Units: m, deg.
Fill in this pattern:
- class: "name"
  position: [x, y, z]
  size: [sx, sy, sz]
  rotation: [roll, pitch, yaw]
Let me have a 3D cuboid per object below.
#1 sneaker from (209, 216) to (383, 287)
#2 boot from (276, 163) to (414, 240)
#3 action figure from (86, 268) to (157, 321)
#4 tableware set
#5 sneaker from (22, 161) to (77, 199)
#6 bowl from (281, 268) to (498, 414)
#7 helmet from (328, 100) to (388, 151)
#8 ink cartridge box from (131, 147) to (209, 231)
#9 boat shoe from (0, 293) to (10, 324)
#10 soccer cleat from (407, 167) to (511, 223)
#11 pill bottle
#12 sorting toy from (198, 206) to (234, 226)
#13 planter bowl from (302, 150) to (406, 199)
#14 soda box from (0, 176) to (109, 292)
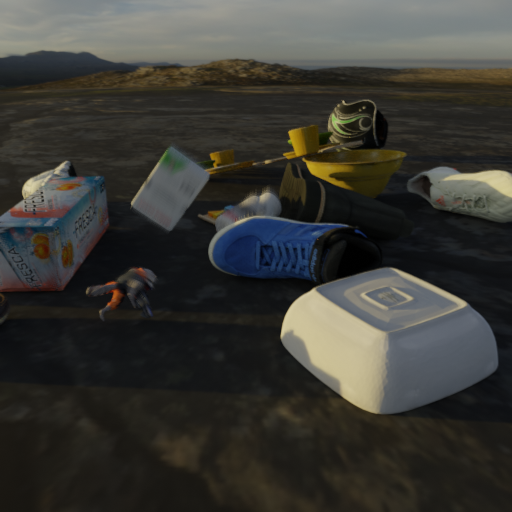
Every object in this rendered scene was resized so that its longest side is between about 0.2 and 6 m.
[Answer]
- class: "sneaker"
  position: [0.673, -0.030, 8.835]
  size: [2.685, 1.030, 1.493]
  rotation: [1, 12, -15]
- class: "boot"
  position: [1.655, -0.995, 11.673]
  size: [2.231, 1.250, 3.226]
  rotation: [12, 18, -10]
- class: "action figure"
  position: [-1.790, 0.501, 7.731]
  size: [0.937, 0.507, 0.969]
  rotation: [-31, 42, -15]
- class: "tableware set"
  position: [0.079, -2.720, 14.571]
  size: [3.192, 0.727, 4.738]
  rotation: [-18, 12, -37]
- class: "sneaker"
  position: [-4.685, -1.347, 12.550]
  size: [1.133, 1.050, 2.795]
  rotation: [-15, 20, -4]
- class: "bowl"
  position: [1.610, 0.858, 6.902]
  size: [2.179, 0.815, 2.182]
  rotation: [-13, 26, -28]
- class: "helmet"
  position: [3.251, -4.173, 18.381]
  size: [1.798, 1.886, 1.886]
  rotation: [1, 19, 30]
- class: "ink cartridge box"
  position: [-1.491, -1.163, 9.748]
  size: [0.852, 1.167, 0.490]
  rotation: [35, 15, -13]
- class: "boat shoe"
  position: [-4.075, 0.799, 7.174]
  size: [0.700, 0.689, 1.880]
  rotation: [15, 26, 34]
- class: "soccer cleat"
  position: [4.600, -1.343, 12.345]
  size: [1.256, 1.122, 3.238]
  rotation: [-13, 18, -14]
- class: "pill bottle"
  position: [-0.109, -0.682, 10.132]
  size: [1.167, 0.646, 0.646]
  rotation: [-34, 37, -30]
- class: "sorting toy"
  position: [-0.391, -0.805, 11.960]
  size: [1.138, 0.227, 1.540]
  rotation: [-15, 25, -33]
- class: "planter bowl"
  position: [2.395, -1.940, 13.673]
  size: [2.473, 1.030, 2.473]
  rotation: [-4, 17, 1]
- class: "soda box"
  position: [-3.534, -0.522, 9.965]
  size: [1.043, 1.122, 3.280]
  rotation: [-1, 21, -1]
